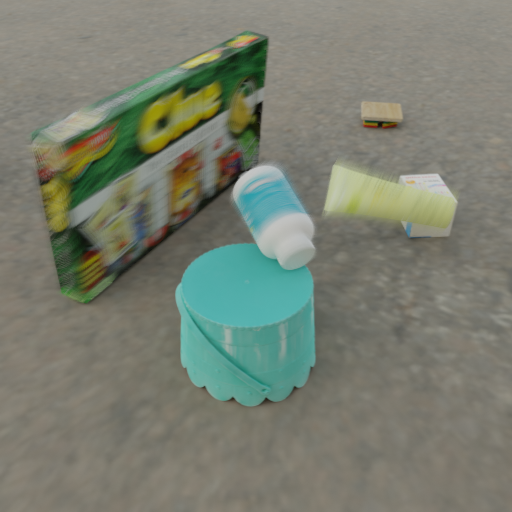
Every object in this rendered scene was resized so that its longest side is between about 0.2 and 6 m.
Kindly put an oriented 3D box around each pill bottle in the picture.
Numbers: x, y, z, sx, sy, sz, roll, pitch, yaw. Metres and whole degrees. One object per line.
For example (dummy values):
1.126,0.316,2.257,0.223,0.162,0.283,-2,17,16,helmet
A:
0.293,-0.534,8.134,0.833,0.833,1.504,-14,55,-18,pill bottle

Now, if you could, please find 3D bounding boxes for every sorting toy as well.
3.438,-3.856,15.458,1.069,0.374,1.075,5,37,6,sorting toy

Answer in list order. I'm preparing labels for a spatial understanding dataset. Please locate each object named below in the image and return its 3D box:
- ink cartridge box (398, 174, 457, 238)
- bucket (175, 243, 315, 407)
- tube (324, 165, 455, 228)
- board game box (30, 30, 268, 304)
3.371,-1.066,11.342,0.836,0.814,1.300,-3,37,-4,ink cartridge box
-0.139,0.913,8.198,2.186,1.422,2.186,0,36,0,bucket
2.295,-0.948,9.673,2.139,0.555,0.621,13,41,2,tube
-1.532,-1.948,10.546,0.690,3.083,5.885,21,42,22,board game box
